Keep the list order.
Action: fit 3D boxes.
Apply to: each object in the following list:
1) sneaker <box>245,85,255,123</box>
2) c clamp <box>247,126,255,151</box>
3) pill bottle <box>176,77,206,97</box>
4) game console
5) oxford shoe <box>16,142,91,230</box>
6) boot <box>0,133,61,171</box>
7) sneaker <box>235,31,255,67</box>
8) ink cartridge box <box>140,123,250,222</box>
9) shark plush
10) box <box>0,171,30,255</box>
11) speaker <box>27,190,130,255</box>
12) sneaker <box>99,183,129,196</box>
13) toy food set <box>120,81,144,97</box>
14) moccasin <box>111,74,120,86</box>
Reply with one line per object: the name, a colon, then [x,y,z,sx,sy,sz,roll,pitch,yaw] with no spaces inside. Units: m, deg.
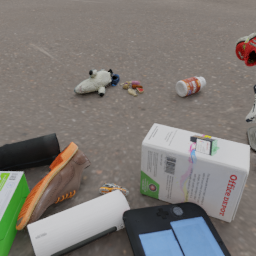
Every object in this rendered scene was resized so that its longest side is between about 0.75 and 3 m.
sneaker: [3.865,-0.830,8.245,0.540,1.353,0.881,16,35,-34]
c clamp: [5.382,0.386,10.495,1.717,0.272,2.010,12,36,16]
pill bottle: [3.069,-2.044,13.563,1.386,0.778,0.778,-20,39,-26]
game console: [1.224,2.811,6.302,2.234,0.392,2.526,3,37,-23]
oxford shoe: [-1.939,1.681,7.855,1.077,1.053,2.953,42,46,-12]
boot: [-3.534,0.667,8.446,2.861,2.358,0.939,-7,67,-11]
sneaker: [3.370,-2.073,7.688,0.741,0.817,1.924,19,2,2]
ink cartridge box: [1.779,1.206,7.819,2.693,1.950,1.131,14,37,19]
shark plush: [-1.590,-2.566,14.241,1.204,1.313,2.890,-17,29,33]
box: [-3.888,2.222,7.087,2.028,1.111,2.298,0,35,1]
speaker: [-1.146,2.397,6.956,2.440,0.991,0.991,-17,38,-24]
sneaker: [-0.402,1.822,8.373,0.883,0.346,0.341,7,31,12]
toy food set: [0.284,-2.083,14.090,0.979,0.242,1.539,-20,39,-26]
moccasin: [-0.637,-2.603,14.707,0.467,0.395,1.160,1,35,1]
